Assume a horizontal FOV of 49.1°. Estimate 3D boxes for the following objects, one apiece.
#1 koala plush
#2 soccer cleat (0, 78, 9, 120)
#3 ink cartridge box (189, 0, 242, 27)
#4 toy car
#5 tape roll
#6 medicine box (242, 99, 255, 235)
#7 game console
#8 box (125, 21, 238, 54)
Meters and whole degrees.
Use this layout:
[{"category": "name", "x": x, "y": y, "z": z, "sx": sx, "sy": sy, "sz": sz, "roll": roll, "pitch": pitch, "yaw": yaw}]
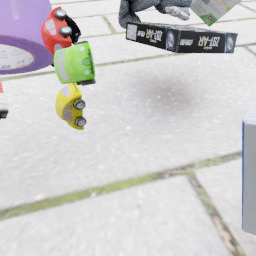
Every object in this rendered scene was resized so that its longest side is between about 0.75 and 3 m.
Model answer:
[{"category": "koala plush", "x": 0.946, "y": -3.985, "z": 8.316, "sx": 2.140, "sy": 1.967, "sz": 1.898, "roll": 15, "pitch": 71, "yaw": 1}, {"category": "soccer cleat", "x": -2.043, "y": -0.426, "z": 3.296, "sx": 0.795, "sy": 0.853, "sz": 2.330, "roll": -12, "pitch": 5, "yaw": -40}, {"category": "ink cartridge box", "x": 2.809, "y": -4.206, "z": 8.787, "sx": 1.165, "sy": 1.609, "sz": 0.676, "roll": 29, "pitch": 45, "yaw": -29}, {"category": "toy car", "x": -0.730, "y": -0.712, "z": 3.329, "sx": 0.377, "sy": 1.691, "sz": 1.591, "roll": -12, "pitch": 10, "yaw": -18}, {"category": "tape roll", "x": -2.380, "y": -1.618, "z": 4.730, "sx": 2.217, "sy": 0.942, "sz": 2.217, "roll": -5, "pitch": -2, "yaw": 0}, {"category": "medicine box", "x": 2.440, "y": 0.282, "z": 3.947, "sx": 1.067, "sy": 1.888, "sz": 2.073, "roll": 10, "pitch": 35, "yaw": 36}, {"category": "game console", "x": -1.695, "y": -2.185, "z": 7.176, "sx": 0.156, "sy": 0.764, "sz": 1.295, "roll": 25, "pitch": 86, "yaw": 32}, {"category": "box", "x": 1.395, "y": -2.587, "z": 7.899, "sx": 2.022, "sy": 0.549, "sz": 2.524, "roll": -8, "pitch": 27, "yaw": -30}]
